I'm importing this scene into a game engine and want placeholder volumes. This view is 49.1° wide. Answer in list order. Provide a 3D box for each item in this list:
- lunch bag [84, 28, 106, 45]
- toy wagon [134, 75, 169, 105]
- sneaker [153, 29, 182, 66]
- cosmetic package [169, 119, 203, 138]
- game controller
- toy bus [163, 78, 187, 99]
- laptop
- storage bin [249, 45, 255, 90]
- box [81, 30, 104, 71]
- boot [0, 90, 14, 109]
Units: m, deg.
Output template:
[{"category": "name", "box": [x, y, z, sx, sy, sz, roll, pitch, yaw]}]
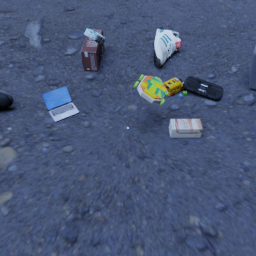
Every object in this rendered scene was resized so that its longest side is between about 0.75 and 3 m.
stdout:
[{"category": "lunch bag", "box": [-1.264, -3.517, 10.710, 0.643, 0.309, 0.802, 40, 17, 19]}, {"category": "toy wagon", "box": [0.885, -1.443, 9.820, 1.159, 0.296, 1.494, 34, 44, -2]}, {"category": "sneaker", "box": [2.016, -4.142, 14.104, 1.365, 1.028, 2.920, 2, 44, 9]}, {"category": "cosmetic package", "box": [2.164, 0.006, 10.580, 1.147, 0.500, 0.593, -2, 47, -2]}, {"category": "game controller", "box": [3.296, -1.753, 12.276, 1.740, 0.366, 0.908, 22, 58, 13]}, {"category": "toy bus", "box": [2.068, -1.902, 12.306, 1.099, 0.602, 1.165, 5, 47, 5]}, {"category": "laptop", "box": [-2.739, -0.990, 11.408, 1.073, 0.664, 1.146, -25, 51, -21]}, {"category": "storage bin", "box": [6.080, -2.488, 11.865, 1.578, 2.350, 1.710, 10, 47, 25]}, {"category": "box", "box": [-1.711, -3.869, 13.826, 0.808, 1.080, 2.156, 5, 47, 5]}, {"category": "boot", "box": [-5.872, -0.393, 10.693, 2.109, 0.840, 2.558, 0, 42, 14]}]
